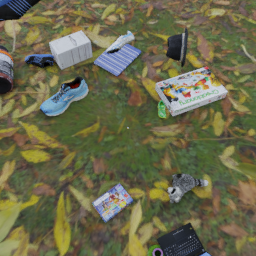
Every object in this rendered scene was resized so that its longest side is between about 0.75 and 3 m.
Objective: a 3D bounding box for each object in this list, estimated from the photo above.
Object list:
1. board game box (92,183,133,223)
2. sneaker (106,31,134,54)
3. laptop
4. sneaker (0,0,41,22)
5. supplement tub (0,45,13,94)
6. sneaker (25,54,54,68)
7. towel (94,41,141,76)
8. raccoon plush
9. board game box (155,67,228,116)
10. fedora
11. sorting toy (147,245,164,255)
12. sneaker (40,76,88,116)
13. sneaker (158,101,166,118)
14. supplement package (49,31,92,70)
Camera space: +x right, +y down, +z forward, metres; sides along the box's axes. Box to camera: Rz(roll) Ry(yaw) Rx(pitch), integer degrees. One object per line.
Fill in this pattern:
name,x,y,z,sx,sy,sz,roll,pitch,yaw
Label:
board game box,-0.539,2.606,9.837,1.208,0.208,0.818,-32,62,-20
sneaker,-0.281,-2.687,8.847,1.032,0.371,0.374,-36,90,-11
laptop,1.862,3.802,8.617,1.318,0.768,1.487,-18,65,-19
sneaker,-3.547,-4.074,9.119,2.238,0.872,0.785,-26,63,-17
supplement tub,-5.930,-2.756,12.852,1.246,1.246,2.329,-11,56,-8
sneaker,-4.322,-3.201,13.582,1.475,0.517,0.575,-4,69,8
towel,-0.502,-3.538,14.029,1.523,0.251,2.103,32,63,17
raccoon plush,2.113,2.204,9.863,1.505,0.728,1.008,6,64,4
board game box,2.816,-1.687,12.578,2.707,0.468,1.709,-20,59,-13
fedora,1.695,-2.828,9.814,0.682,1.493,1.493,5,56,7
sorting toy,0.849,4.183,8.591,0.740,0.506,1.232,22,58,14
sneaker,-2.823,-1.477,12.075,0.937,1.075,2.390,38,64,23
sneaker,1.454,-0.806,12.054,0.325,0.366,0.876,-6,57,-5
supplement package,-2.763,-3.818,13.699,1.736,1.019,1.015,-28,60,-18
